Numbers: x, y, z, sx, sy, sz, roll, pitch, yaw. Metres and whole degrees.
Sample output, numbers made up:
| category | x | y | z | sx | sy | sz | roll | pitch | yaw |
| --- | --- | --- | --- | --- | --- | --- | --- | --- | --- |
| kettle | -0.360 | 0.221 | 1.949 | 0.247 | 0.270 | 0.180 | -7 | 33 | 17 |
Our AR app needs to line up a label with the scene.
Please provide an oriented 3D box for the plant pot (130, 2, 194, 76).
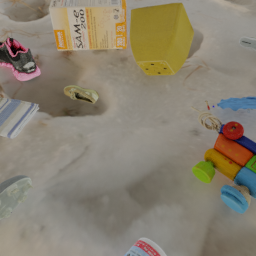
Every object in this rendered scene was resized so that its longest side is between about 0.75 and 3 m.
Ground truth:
| category | x | y | z | sx | sy | sz | roll | pitch | yaw |
| --- | --- | --- | --- | --- | --- | --- | --- | --- | --- |
| plant pot | 1.054 | -2.779 | 9.392 | 1.769 | 1.758 | 1.810 | 5 | 77 | 28 |

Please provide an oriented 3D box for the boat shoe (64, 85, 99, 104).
| category | x | y | z | sx | sy | sz | roll | pitch | yaw |
| --- | --- | --- | --- | --- | --- | --- | --- | --- | --- |
| boat shoe | -1.466 | -0.992 | 8.490 | 1.160 | 0.423 | 0.365 | 14 | 55 | 14 |

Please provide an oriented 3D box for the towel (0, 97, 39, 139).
| category | x | y | z | sx | sy | sz | roll | pitch | yaw |
| --- | --- | --- | --- | --- | --- | --- | --- | --- | --- |
| towel | -3.772 | -0.368 | 8.205 | 1.932 | 0.230 | 1.419 | 11 | 47 | 14 |

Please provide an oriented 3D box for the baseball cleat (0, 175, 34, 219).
| category | x | y | z | sx | sy | sz | roll | pitch | yaw |
| --- | --- | --- | --- | --- | --- | --- | --- | --- | --- |
| baseball cleat | -3.202 | 1.647 | 5.682 | 1.295 | 0.848 | 2.433 | 27 | 50 | 25 |

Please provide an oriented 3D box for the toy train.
| category | x | y | z | sx | sy | sz | roll | pitch | yaw |
| --- | --- | --- | --- | --- | --- | --- | --- | --- | --- |
| toy train | 2.082 | 0.638 | 6.661 | 1.561 | 1.142 | 2.697 | -41 | 56 | -18 |

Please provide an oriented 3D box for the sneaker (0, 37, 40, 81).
| category | x | y | z | sx | sy | sz | roll | pitch | yaw |
| --- | --- | --- | --- | --- | --- | --- | --- | --- | --- |
| sneaker | -4.065 | -2.699 | 9.883 | 2.606 | 1.243 | 1.030 | 32 | 54 | 31 |

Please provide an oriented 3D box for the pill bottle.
| category | x | y | z | sx | sy | sz | roll | pitch | yaw |
| --- | --- | --- | --- | --- | --- | --- | --- | --- | --- |
| pill bottle | 0.039 | 2.620 | 4.738 | 0.758 | 0.758 | 1.393 | 33 | 53 | 29 |

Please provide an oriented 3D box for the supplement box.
| category | x | y | z | sx | sy | sz | roll | pitch | yaw |
| --- | --- | --- | --- | --- | --- | --- | --- | --- | --- |
| supplement box | -1.452 | -4.036 | 10.868 | 2.790 | 1.758 | 1.026 | -3 | 46 | -2 |

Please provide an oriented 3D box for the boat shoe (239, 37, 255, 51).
| category | x | y | z | sx | sy | sz | roll | pitch | yaw |
| --- | --- | --- | --- | --- | --- | --- | --- | --- | --- |
| boat shoe | 5.154 | -3.307 | 11.003 | 0.474 | 0.550 | 1.527 | -28 | 48 | -28 |

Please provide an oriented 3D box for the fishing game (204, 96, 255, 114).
| category | x | y | z | sx | sy | sz | roll | pitch | yaw |
| --- | --- | --- | --- | --- | --- | --- | --- | --- | --- |
| fishing game | 3.285 | -0.646 | 8.094 | 2.040 | 0.317 | 1.461 | -2 | 18 | 11 |
